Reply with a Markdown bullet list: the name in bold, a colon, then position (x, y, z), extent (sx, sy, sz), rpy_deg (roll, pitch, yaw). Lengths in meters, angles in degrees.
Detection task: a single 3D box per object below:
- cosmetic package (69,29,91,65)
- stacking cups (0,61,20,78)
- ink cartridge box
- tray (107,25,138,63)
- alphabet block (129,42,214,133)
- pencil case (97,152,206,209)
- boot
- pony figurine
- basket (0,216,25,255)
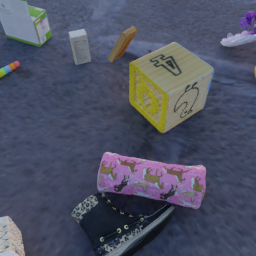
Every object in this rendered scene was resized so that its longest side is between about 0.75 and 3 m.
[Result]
- **cosmetic package**: position (-1.518, -2.558, 8.869), extent (0.536, 1.020, 0.362), rpy_deg (-15, 52, -12)
- **stacking cups**: position (-3.805, -1.822, 8.806), extent (0.265, 0.265, 0.877), rpy_deg (32, 53, 23)
- **ink cartridge box**: position (-3.548, -3.905, 9.305), extent (1.503, 2.033, 0.770), rpy_deg (20, 54, 15)
- **tray**: position (-0.131, -1.971, 6.644), extent (0.174, 0.938, 0.463), rpy_deg (46, 56, 0)
- **alphabet block**: position (1.066, -1.084, 7.379), extent (1.546, 1.510, 1.518), rpy_deg (-31, 55, -22)
- **pencil case**: position (0.464, 1.079, 5.938), extent (2.271, 0.983, 0.940), rpy_deg (8, 43, 7)
- **boot**: position (-0.091, 1.746, 5.628), extent (1.822, 0.658, 1.376), rpy_deg (-30, 55, -23)
- **pony figurine**: position (4.135, -2.993, 8.389), extent (2.426, 2.913, 2.812), rpy_deg (5, 32, 14)
- **basket**: position (-2.625, 2.306, 4.993), extent (1.422, 0.964, 0.877), rpy_deg (-14, 48, -11)
